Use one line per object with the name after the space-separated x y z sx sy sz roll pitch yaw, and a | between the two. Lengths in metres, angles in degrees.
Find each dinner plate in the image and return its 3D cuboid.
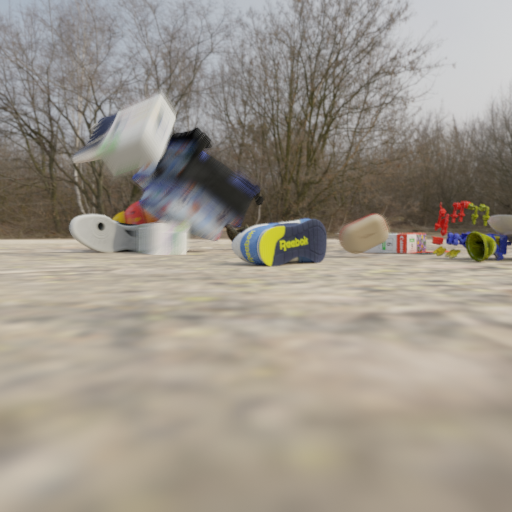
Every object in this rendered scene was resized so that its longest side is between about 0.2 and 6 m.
4.412 -0.220 8.496 1.803 0.219 1.803 19 -2 1 | dinner plate

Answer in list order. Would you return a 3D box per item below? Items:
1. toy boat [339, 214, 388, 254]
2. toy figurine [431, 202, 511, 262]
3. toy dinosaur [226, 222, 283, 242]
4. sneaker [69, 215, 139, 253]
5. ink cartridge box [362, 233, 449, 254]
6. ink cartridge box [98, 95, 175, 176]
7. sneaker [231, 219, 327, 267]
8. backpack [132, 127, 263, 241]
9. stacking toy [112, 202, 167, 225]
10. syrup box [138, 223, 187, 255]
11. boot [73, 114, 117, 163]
1.794 -0.393 9.505 0.816 0.532 0.533 -24 15 4 | toy boat
3.541 -0.328 8.609 1.012 0.891 1.690 8 3 -8 | toy figurine
-0.091 -0.462 14.744 2.357 0.907 1.206 -8 -7 -31 | toy dinosaur
-3.490 -0.416 12.788 1.240 0.810 2.216 -3 -8 40 | sneaker
3.107 -0.268 11.777 1.723 0.434 0.939 0 2 40 | ink cartridge box
-1.979 -2.037 9.409 0.928 0.559 1.277 -15 39 21 | ink cartridge box
0.367 -0.185 7.521 0.694 0.624 1.688 -1 0 39 | sneaker
-1.534 -1.545 12.711 2.424 1.960 2.545 28 -9 44 | backpack
-3.144 -0.650 14.363 2.316 1.692 1.692 -20 4 -4 | stacking toy
-2.008 -0.338 11.868 0.693 0.670 1.703 1 1 -24 | syrup box
-3.742 -2.816 13.475 1.749 0.790 0.636 -14 5 21 | boot
